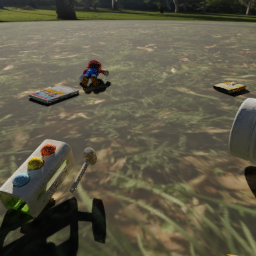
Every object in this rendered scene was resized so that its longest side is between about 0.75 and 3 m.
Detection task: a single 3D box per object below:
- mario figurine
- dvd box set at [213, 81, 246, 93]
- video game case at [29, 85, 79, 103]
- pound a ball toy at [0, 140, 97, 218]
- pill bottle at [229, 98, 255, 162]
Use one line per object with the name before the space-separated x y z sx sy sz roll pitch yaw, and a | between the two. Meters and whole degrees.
mario figurine | -1.566 -2.399 12.896 1.100 0.945 1.782 32 33 -16
dvd box set | 4.284 -1.733 11.808 1.129 0.166 0.826 -15 28 -29
video game case | -2.899 -1.364 11.064 1.139 0.139 1.593 19 31 33
pound a ball toy | -1.475 0.831 5.426 1.130 0.736 1.734 9 39 19
pill bottle | 3.721 0.386 5.628 2.924 1.654 1.654 19 31 35
